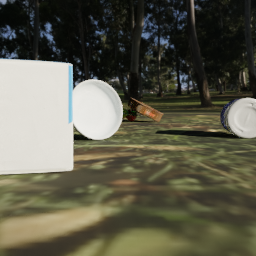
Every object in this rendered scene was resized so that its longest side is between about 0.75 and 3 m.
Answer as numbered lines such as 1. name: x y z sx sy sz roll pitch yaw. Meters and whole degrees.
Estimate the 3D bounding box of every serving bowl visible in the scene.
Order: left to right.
1. serving bowl: -0.687 -0.339 5.492 1.163 1.163 0.383 -3 -4 -35

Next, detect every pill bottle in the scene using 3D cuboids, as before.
1. pill bottle: 2.467 -0.234 6.141 0.812 0.812 1.357 1 4 10

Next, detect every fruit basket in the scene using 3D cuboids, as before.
1. fruit basket: -0.121 -0.757 13.669 1.823 0.854 1.688 3 4 -3

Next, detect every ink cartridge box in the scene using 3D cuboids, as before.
1. ink cartridge box: -1.193 -0.152 3.215 1.006 1.032 1.606 -1 5 -15

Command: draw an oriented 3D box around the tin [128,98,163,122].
1. tin: 0.771 -0.853 13.025 1.422 0.532 2.540 20 7 -12
